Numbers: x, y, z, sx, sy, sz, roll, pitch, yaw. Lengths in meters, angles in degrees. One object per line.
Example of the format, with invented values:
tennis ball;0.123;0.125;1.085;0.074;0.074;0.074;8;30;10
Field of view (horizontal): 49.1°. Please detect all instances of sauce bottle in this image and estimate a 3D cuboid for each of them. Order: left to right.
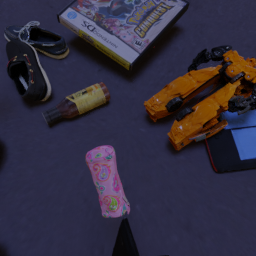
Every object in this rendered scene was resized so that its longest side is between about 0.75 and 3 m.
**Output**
sauce bottle;-1.345;-0.624;7.319;1.783;0.589;0.589;-27;62;-17

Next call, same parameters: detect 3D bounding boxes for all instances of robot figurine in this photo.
robot figurine;1.967;-0.824;6.954;2.892;0.842;2.096;-33;63;-4

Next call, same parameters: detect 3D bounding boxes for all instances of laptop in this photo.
laptop;0.480;1.789;2.525;0.921;1.783;1.580;-10;51;-18

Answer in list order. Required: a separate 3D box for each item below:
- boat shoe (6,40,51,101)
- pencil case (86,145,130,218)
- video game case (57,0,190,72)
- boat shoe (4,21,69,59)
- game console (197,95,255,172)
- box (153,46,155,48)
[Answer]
boat shoe;-2.914;-1.697;7.741;0.723;0.845;2.309;5;45;-52
pencil case;-0.251;0.714;3.661;0.418;0.957;0.418;-13;18;4
video game case;-0.087;-3.434;8.279;2.691;0.380;2.977;36;70;10
boat shoe;-2.868;-2.788;8.564;2.250;0.696;0.842;26;62;15
game console;3.064;-0.020;7.078;2.400;0.372;2.122;-7;59;-4
box;0.349;-3.051;8.787;0.612;0.586;1.227;-18;60;-11
